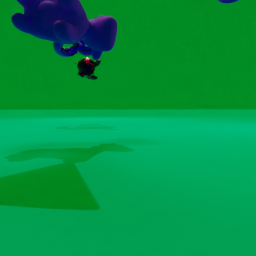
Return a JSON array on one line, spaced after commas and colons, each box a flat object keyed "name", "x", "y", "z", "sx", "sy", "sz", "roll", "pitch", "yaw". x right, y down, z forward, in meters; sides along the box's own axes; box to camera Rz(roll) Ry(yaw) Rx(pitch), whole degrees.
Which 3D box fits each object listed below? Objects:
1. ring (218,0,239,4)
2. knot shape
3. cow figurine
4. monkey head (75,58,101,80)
[{"name": "ring", "x": 2.767, "y": -3.778, "z": 7.217, "sx": 1.184, "sy": 1.184, "sz": 0.237, "roll": 4, "pitch": -12, "yaw": 45}, {"name": "knot shape", "x": -1.608, "y": -2.989, "z": 9.446, "sx": 1.897, "sy": 0.937, "sz": 2.028, "roll": -25, "pitch": 30, "yaw": 0}, {"name": "cow figurine", "x": -0.950, "y": -1.680, "z": 4.629, "sx": 1.496, "sy": 0.821, "sz": 1.472, "roll": 11, "pitch": 4, "yaw": 9}, {"name": "monkey head", "x": -1.474, "y": -2.224, "z": 10.552, "sx": 1.217, "sy": 0.733, "sz": 0.876, "roll": 3, "pitch": -9, "yaw": 34}]
